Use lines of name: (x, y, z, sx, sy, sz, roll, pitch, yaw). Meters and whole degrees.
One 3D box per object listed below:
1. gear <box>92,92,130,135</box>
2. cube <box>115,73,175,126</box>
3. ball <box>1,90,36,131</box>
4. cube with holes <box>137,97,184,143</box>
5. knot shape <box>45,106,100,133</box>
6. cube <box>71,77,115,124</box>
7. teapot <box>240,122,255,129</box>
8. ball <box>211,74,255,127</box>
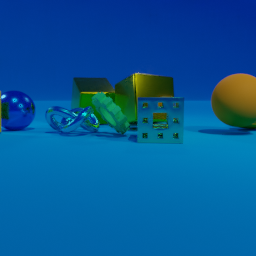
gear: (-0.439, -0.363, 7.084, 0.222, 1.198, 1.198, -42, 20, -15)
cube: (0.495, -0.806, 8.660, 1.372, 1.372, 1.372, 0, -5, -27)
ball: (-3.366, -0.517, 8.325, 1.191, 1.191, 1.191, 0, 6, 0)
cube with holes: (0.727, -0.209, 6.365, 0.968, 0.968, 0.968, 1, 6, 5)
knot shape: (-1.372, -0.230, 7.674, 1.506, 0.696, 1.409, 2, 2, 39)
cube: (-1.264, -0.981, 10.044, 1.275, 1.275, 1.275, -3, 34, -22)
teapot: (3.704, -0.391, 8.446, 0.991, 0.780, 1.593, 4, -9, 8)
ball: (2.921, -0.721, 7.389, 1.400, 1.400, 1.400, 0, 6, 0)
